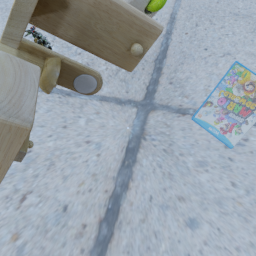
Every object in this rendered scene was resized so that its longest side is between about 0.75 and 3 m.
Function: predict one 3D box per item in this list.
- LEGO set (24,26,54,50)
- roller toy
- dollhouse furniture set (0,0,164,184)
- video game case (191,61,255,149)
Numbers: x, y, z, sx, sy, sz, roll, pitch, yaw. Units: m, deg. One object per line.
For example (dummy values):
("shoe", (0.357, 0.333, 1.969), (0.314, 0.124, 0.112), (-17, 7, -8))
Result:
("LEGO set", (-2.129, -2.223, 6.670), (0.904, 1.391, 0.394), (37, 71, 11))
("roller toy", (0.009, -4.310, 8.369), (2.242, 2.045, 1.567), (-9, -6, 41))
("dollhouse furniture set", (-0.777, -0.279, 3.666), (2.015, 2.352, 2.473), (20, 40, -29))
("video game case", (1.805, -0.374, 4.781), (0.891, 1.245, 0.111), (39, 25, 12))
